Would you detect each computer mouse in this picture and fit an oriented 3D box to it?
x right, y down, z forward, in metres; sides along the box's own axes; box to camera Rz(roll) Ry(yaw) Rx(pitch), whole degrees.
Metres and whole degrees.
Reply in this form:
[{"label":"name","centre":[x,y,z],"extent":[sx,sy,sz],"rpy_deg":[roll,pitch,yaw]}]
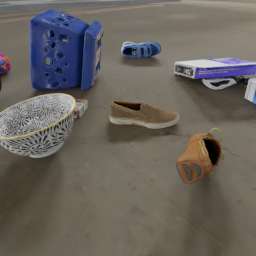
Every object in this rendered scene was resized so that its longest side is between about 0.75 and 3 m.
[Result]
[{"label":"computer mouse","centre":[4.084,-1.867,11.691],"extent":[2.032,0.446,1.114],"rpy_deg":[-4,18,-4]}]

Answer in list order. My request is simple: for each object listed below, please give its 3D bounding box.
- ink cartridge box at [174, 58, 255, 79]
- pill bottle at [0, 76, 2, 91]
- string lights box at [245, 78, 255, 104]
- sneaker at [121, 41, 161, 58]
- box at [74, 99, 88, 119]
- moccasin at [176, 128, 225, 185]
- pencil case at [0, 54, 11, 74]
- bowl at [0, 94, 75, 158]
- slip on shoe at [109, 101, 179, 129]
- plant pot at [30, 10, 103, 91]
[{"label":"ink cartridge box","centre":[3.899,-2.586,12.178],"extent":[2.912,0.638,2.940],"rpy_deg":[-6,18,-12]},{"label":"pill bottle","centre":[-5.378,-1.433,10.094],"extent":[1.373,1.373,2.455],"rpy_deg":[-6,32,-10]},{"label":"string lights box","centre":[5.669,-0.945,9.798],"extent":[1.444,0.828,2.809],"rpy_deg":[-11,33,-18]},{"label":"sneaker","centre":[0.678,-4.216,15.297],"extent":[2.257,0.834,0.928],"rpy_deg":[4,36,16]},{"label":"box","centre":[-2.422,-0.746,9.993],"extent":[1.751,0.304,0.964],"rpy_deg":[6,32,10]},{"label":"moccasin","centre":[1.882,0.562,6.753],"extent":[0.954,0.904,2.473],"rpy_deg":[-23,-4,25]},{"label":"pencil case","centre":[-6.399,-2.717,12.726],"extent":[0.916,0.916,2.073],"rpy_deg":[18,34,27]},{"label":"bowl","centre":[-2.456,0.069,7.703],"extent":[2.392,1.123,2.392],"rpy_deg":[-9,30,6]},{"label":"slip on shoe","centre":[0.523,-0.527,9.246],"extent":[2.311,0.700,0.879],"rpy_deg":[5,32,8]},{"label":"plant pot","centre":[-2.456,-3.230,11.849],"extent":[2.529,2.813,2.813],"rpy_deg":[8,31,-1]}]
